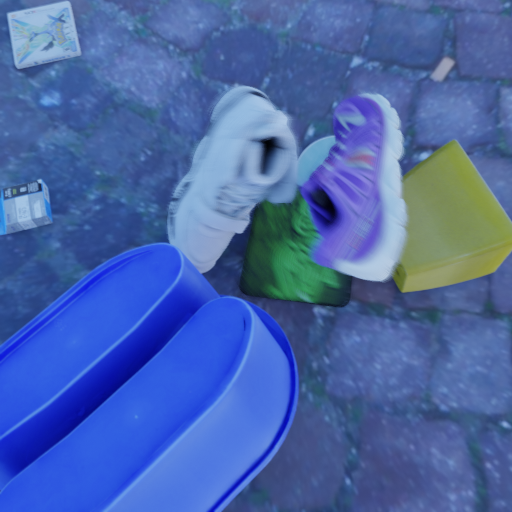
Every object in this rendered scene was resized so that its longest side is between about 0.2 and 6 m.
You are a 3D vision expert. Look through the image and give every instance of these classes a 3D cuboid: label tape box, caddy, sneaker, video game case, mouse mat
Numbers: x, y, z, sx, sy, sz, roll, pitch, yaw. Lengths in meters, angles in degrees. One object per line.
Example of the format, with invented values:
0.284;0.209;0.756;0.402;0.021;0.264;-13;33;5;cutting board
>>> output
-4.341;-0.874;10.206;1.084;0.358;0.777;-13;69;-7;label tape box
-1.650;2.194;7.873;4.795;2.517;3.390;-42;52;-16;caddy
1.314;-1.188;8.061;1.354;1.309;3.246;9;53;-6;sneaker
-0.421;-0.959;8.737;1.214;1.857;3.230;16;107;-25;sneaker
-4.493;-4.690;11.839;1.333;0.161;1.462;-15;69;-6;video game case
0.787;-0.261;9.683;1.851;0.087;2.300;7;64;7;mouse mat

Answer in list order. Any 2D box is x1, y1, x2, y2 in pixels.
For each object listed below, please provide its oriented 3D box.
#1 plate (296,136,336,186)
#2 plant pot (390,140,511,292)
1.570;-1.436;10.462;1.736;0.222;1.736;-1;73;2;plate
2.897;-0.412;9.319;1.672;1.896;1.896;-26;70;2;plant pot
